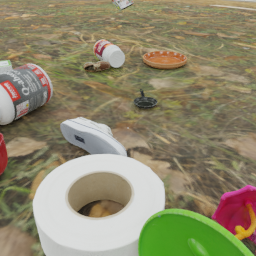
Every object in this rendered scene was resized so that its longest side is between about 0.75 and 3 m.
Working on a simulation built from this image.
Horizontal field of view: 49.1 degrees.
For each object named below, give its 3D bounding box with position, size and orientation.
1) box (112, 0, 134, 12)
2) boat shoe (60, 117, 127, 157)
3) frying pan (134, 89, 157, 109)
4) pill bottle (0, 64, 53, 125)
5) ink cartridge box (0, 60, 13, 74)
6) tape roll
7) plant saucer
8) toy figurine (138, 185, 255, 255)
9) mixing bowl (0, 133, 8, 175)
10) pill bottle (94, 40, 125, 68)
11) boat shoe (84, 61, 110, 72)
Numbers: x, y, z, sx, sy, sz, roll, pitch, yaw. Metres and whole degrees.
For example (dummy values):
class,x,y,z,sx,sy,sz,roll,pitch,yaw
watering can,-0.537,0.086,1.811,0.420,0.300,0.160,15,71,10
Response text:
class,x,y,z,sx,sy,sz,roll,pitch,yaw
box,-0.160,-4.230,9.378,0.137,0.435,0.791,-27,14,50
boat shoe,-0.898,0.229,8.171,2.652,0.976,0.867,27,44,35
frying pan,0.529,-1.112,11.062,0.924,0.249,1.528,-15,33,-25
pill bottle,-4.116,-1.090,9.708,1.612,1.612,2.783,16,35,24
ink cartridge box,-5.786,-1.599,10.678,2.828,1.468,0.839,-15,34,-23
tape roll,-0.547,1.669,5.854,2.656,0.929,2.656,0,31,0
plant saucer,1.981,-3.662,15.108,2.340,0.378,2.340,0,32,0
toy figurine,2.082,2.119,4.559,2.692,2.196,2.925,-18,57,-42
mixing bowl,-3.652,0.881,7.081,1.490,0.807,1.490,-17,30,10
pill bottle,-0.998,-3.942,14.868,1.085,1.085,1.981,-15,34,-23
boat shoe,-1.561,-3.020,13.986,1.371,0.519,0.492,-4,34,11
